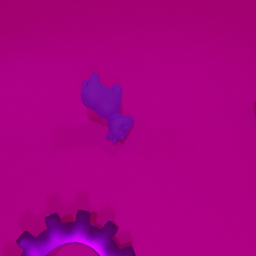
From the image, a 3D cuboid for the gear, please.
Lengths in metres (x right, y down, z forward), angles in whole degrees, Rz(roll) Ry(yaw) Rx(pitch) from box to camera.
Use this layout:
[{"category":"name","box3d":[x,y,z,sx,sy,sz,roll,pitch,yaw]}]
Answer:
[{"category":"gear","box3d":[-0.856,2.322,4.251,2.026,0.375,2.026,4,63,-7]}]

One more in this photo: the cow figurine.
[{"category":"cow figurine","box3d":[-0.531,-0.447,6.892,1.504,0.825,1.479,24,53,-33]}]
